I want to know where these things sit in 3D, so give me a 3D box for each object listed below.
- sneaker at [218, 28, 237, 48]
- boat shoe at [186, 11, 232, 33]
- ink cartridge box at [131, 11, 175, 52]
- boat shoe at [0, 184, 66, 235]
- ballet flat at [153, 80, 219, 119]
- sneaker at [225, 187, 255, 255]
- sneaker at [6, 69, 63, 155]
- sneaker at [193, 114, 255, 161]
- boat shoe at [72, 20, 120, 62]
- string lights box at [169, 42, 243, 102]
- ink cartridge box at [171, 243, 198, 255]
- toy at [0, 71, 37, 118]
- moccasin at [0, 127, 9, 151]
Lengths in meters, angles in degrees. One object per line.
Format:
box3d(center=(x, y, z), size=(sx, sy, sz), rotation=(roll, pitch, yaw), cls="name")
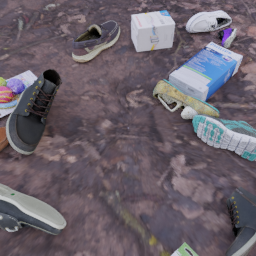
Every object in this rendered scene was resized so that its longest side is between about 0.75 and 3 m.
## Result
box3d(center=(4.082, -3.831, 11.837), size=(0.669, 0.467, 1.344), rotation=(23, 49, 23), cls="sneaker")
box3d(center=(3.576, -4.611, 12.223), size=(2.220, 0.817, 0.726), rotation=(-24, 50, -18), cls="boat shoe")
box3d(center=(0.978, -3.956, 11.467), size=(1.529, 1.106, 1.125), rotation=(-10, 51, -8), cls="ink cartridge box")
box3d(center=(-2.703, 2.059, 6.771), size=(2.525, 0.907, 0.854), rotation=(19, 89, 7), cls="boat shoe")
box3d(center=(1.782, -0.744, 9.093), size=(2.346, 0.829, 0.829), rotation=(36, 59, 25), cls="ballet flat")
box3d(center=(2.589, 2.257, 6.611), size=(1.932, 0.722, 1.026), rotation=(-31, 51, -34), cls="sneaker")
box3d(center=(-2.737, -0.611, 8.283), size=(1.012, 1.437, 2.706), rotation=(26, 40, -33), cls="sneaker")
box3d(center=(3.053, 0.129, 8.367), size=(2.268, 0.880, 1.035), rotation=(28, 42, 15), cls="sneaker")
box3d(center=(-1.252, -3.752, 11.417), size=(1.031, 0.929, 2.866), rotation=(27, 55, 21), cls="boat shoe")
box3d(center=(2.778, -1.975, 10.021), size=(1.357, 0.779, 2.641), rotation=(36, 59, 26), cls="string lights box")
box3d(center=(1.123, 3.001, 6.197), size=(0.833, 0.247, 0.432), rotation=(-34, 58, -25), cls="ink cartridge box")
box3d(center=(-4.334, -1.172, 9.410), size=(2.967, 0.700, 1.708), rotation=(-33, 59, -24), cls="toy")
box3d(center=(-4.574, 0.422, 7.896), size=(2.476, 0.956, 0.906), rotation=(-11, 51, -9), cls="moccasin")
